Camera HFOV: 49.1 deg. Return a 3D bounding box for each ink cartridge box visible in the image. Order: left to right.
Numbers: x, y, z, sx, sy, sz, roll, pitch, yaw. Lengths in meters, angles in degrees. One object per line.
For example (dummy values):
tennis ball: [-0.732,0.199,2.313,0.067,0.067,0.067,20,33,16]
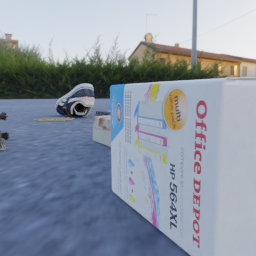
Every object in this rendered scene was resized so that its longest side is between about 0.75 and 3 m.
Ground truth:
ink cartridge box: [0.761,0.194,2.530,1.231,1.264,1.966,-4,7,-24]

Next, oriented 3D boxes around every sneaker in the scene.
sneaker: [-2.482,-0.946,12.766,1.098,1.112,2.800,1,-19,-37]

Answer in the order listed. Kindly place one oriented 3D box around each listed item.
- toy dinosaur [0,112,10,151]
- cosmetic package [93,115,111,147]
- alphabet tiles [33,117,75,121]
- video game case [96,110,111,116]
toy dinosaur: [-3.282,0.006,6.010,2.052,0.790,1.049,6,3,23]
cosmetic package: [-0.188,0.066,6.127,0.723,0.610,1.398,-4,8,-31]
alphabet tiles: [-3.058,-0.364,11.653,1.564,0.050,1.302,-1,7,-4]
video game case: [0.001,-0.706,13.605,2.610,0.248,1.865,8,11,41]
